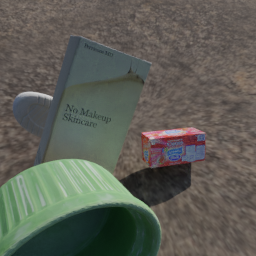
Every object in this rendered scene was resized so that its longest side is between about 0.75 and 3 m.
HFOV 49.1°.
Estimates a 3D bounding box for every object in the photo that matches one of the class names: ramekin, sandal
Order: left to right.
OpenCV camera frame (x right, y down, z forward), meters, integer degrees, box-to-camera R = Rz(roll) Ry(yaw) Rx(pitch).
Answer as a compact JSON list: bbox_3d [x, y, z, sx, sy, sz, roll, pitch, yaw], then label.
[{"bbox_3d":[-1.568,-0.168,6.323,0.919,2.260,0.555,-56,43,8],"label":"sandal"},{"bbox_3d":[-0.890,1.659,3.985,2.505,2.505,1.223,-24,38,-20],"label":"ramekin"}]

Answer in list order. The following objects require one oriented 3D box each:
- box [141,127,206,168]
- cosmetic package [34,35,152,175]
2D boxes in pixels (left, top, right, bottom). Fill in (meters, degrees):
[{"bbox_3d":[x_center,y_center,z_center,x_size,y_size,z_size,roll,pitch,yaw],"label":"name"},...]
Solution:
[{"bbox_3d":[1.003,0.418,6.235,1.308,0.671,0.619,-6,13,-14],"label":"box"},{"bbox_3d":[-0.712,-0.181,5.041,1.335,2.580,0.943,13,14,-24],"label":"cosmetic package"}]
